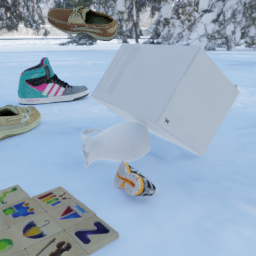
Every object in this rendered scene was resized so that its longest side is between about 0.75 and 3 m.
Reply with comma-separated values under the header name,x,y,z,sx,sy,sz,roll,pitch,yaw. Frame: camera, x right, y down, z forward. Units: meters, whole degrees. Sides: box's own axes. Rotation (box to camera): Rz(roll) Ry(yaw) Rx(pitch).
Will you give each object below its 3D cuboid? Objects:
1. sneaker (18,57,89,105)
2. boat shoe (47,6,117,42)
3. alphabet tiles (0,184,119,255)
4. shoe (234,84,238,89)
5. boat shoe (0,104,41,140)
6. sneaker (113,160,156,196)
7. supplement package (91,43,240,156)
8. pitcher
name,x,y,z,sx,sy,sz,roll,pitch,yaw
sneaker,-2.708,-1.781,10.197,2.603,1.572,1.089,-10,21,-27
boat shoe,-1.443,-3.544,9.071,2.297,0.869,0.848,12,-21,-1
alphabet tiles,-1.667,1.414,2.957,2.933,0.093,2.441,-15,24,-39
shoe,4.178,-1.804,12.184,0.482,0.368,1.380,-12,22,-32
boat shoe,-3.063,-0.231,6.787,0.909,0.784,2.492,9,20,25
sneaker,0.079,0.820,4.402,0.390,0.396,1.011,20,6,-25
supplement package,0.683,-0.742,6.197,1.581,1.600,2.639,33,-3,-36
pitcher,-0.276,0.223,5.448,1.257,0.762,1.079,-11,34,-9
